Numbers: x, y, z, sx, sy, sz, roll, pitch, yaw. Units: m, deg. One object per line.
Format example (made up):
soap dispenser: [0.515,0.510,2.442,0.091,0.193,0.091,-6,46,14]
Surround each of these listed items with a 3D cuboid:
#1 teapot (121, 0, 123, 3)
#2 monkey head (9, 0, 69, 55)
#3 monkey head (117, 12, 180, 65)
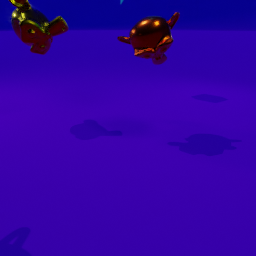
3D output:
teapot: [0.102,-3.270,5.711,0.693,1.415,0.880,32,16,-20]
monkey head: [-2.048,-2.388,6.536,1.196,1.662,1.002,-25,60,3]
monkey head: [0.501,-1.781,5.730,1.343,0.809,0.966,-18,-16,15]
